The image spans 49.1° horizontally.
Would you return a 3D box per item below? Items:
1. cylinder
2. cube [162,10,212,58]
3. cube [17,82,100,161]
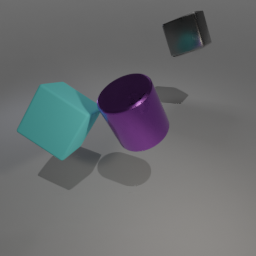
[{"bbox_3d":[0.155,-0.373,6.893,1.400,1.400,1.400,-17,41,15],"label":"cylinder"},{"bbox_3d":[2.464,-3.890,11.609,1.400,1.400,1.400,-11,16,33],"label":"cube"},{"bbox_3d":[-1.740,-0.246,7.408,1.400,1.400,1.400,33,15,2],"label":"cube"}]
